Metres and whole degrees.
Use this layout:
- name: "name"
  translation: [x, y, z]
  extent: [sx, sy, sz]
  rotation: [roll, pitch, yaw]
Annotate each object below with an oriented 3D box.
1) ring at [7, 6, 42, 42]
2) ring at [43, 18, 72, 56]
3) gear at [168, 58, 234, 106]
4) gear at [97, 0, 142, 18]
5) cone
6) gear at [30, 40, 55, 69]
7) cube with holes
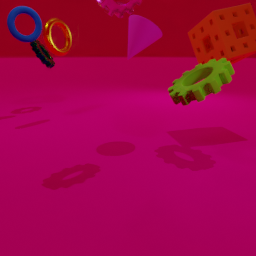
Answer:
- name: "ring"
  translation: [-3.892, -3.915, 10.598]
  extent: [1.297, 1.297, 0.259]
  rotation: [-11, 20, -35]
- name: "ring"
  translation: [-2.457, -3.178, 9.825]
  extent: [0.261, 1.303, 1.303]
  rotation: [1, 14, 30]
- name: "gear"
  translation: [1.746, -1.137, 6.823]
  extent: [1.568, 0.290, 1.568]
  rotation: [-29, 22, 13]
- name: "gear"
  translation: [-0.142, -3.025, 6.094]
  extent: [1.162, 1.162, 0.215]
  rotation: [-11, 44, -34]
- name: "cone"
  translation: [0.235, -2.279, 7.524]
  extent: [1.017, 1.021, 1.017]
  rotation: [28, -1, 1]
- name: "gear"
  translation: [-3.617, -3.150, 11.909]
  extent: [0.242, 1.309, 1.309]
  rotation: [-32, 14, 8]
- name: "cube with holes"
  translation: [2.949, -2.683, 8.520]
  extent: [1.377, 1.377, 1.377]
  rotation: [-19, -1, -19]
